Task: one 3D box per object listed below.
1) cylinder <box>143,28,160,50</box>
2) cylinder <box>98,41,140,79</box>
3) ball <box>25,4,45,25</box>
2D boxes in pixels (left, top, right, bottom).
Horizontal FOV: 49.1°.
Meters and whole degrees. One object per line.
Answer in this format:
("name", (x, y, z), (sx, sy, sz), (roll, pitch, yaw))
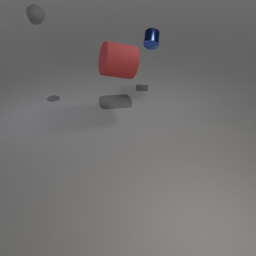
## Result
("cylinder", (1.078, -4.061, 12.775), (0.700, 0.700, 0.700), (4, 68, 7))
("cylinder", (-0.410, -2.841, 11.814), (1.400, 1.400, 1.400), (4, 29, -20))
("ball", (-3.422, -4.172, 10.302), (0.700, 0.700, 0.700), (0, 32, 0))
